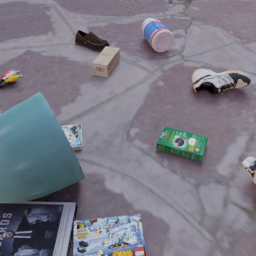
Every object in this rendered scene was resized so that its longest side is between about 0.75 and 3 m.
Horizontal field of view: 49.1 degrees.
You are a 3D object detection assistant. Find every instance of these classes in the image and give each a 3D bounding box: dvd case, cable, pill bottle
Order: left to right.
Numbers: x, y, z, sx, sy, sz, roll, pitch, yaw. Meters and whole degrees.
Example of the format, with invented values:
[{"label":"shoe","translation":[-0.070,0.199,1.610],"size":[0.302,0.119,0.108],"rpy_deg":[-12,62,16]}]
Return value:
[{"label":"cable","translation":[-5.458,-1.936,11.830],"size":[0.931,0.483,1.917],"rpy_deg":[30,51,29]},{"label":"dvd case","translation":[-2.688,2.705,6.949],"size":[2.570,0.318,1.932],"rpy_deg":[1,42,1]},{"label":"pill bottle","translation":[1.443,-4.902,14.524],"size":[1.162,1.162,2.070],"rpy_deg":[-13,45,-13]}]

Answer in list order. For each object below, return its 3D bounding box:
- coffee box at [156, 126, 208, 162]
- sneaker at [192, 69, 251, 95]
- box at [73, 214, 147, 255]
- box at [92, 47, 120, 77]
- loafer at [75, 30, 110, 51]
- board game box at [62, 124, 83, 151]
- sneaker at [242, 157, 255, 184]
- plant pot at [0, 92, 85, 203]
[{"label":"coffee box","translation":[1.794,0.508,9.297],"size":[1.552,0.341,0.954],"rpy_deg":[14,44,14]},{"label":"sneaker","translation":[3.828,-1.769,11.535],"size":[2.367,0.895,1.038],"rpy_deg":[3,57,10]},{"label":"box","translation":[-0.461,2.788,6.833],"size":[1.714,0.342,1.173],"rpy_deg":[-4,43,-4]},{"label":"box","translation":[-0.982,-3.086,12.960],"size":[0.767,0.628,1.615],"rpy_deg":[12,45,13]},{"label":"loafer","translation":[-1.910,-4.558,14.471],"size":[2.069,0.738,0.755],"rpy_deg":[18,46,19]},{"label":"board game box","translation":[-1.920,0.323,9.606],"size":[0.701,0.192,1.111],"rpy_deg":[-5,43,-6]},{"label":"sneaker","translation":[3.827,1.370,7.839],"size":[0.497,0.810,1.245],"rpy_deg":[-44,24,-6]},{"label":"plant pot","translation":[-2.743,0.720,7.525],"size":[2.164,2.697,2.697],"rpy_deg":[-28,49,-16]}]
